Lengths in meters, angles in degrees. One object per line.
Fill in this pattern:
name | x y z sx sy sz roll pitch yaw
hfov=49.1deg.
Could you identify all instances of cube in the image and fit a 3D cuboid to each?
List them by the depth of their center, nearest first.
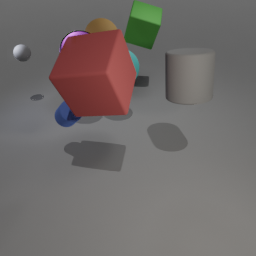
cube | -0.733 -1.237 6.582 1.400 1.400 1.400 -1 55 19
cube | 0.690 -4.771 12.994 1.400 1.400 1.400 15 53 -6

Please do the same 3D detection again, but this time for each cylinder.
cylinder | 1.801 -1.545 8.220 1.400 1.400 1.400 -3 23 1
cylinder | -1.806 -0.437 8.502 0.700 0.700 0.700 -21 -3 -30
cylinder | -1.696 -2.535 9.970 1.400 1.400 1.400 -8 -1 -12

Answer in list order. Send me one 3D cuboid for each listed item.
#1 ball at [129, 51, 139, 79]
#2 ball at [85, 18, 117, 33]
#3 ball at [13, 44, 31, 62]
ball | -0.276 -2.252 10.480 1.400 1.400 1.400 0 31 0
ball | -1.085 -3.756 11.478 1.400 1.400 1.400 0 31 0
ball | -4.448 -3.152 11.786 0.700 0.700 0.700 0 31 0
